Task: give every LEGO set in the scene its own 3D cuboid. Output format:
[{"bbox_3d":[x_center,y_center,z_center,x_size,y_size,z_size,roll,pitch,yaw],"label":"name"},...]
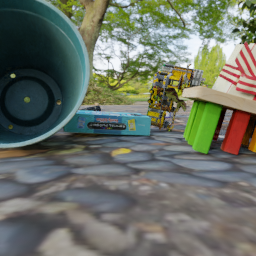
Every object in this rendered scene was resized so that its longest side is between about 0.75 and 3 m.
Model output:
[{"bbox_3d":[1.688,-1.031,9.141,1.601,2.125,2.764,13,14,13],"label":"LEGO set"}]

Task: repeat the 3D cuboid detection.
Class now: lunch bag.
[{"bbox_3d":[1.795,-1.091,15.420,1.205,1.025,0.746,6,13,39],"label":"lunch bag"}]

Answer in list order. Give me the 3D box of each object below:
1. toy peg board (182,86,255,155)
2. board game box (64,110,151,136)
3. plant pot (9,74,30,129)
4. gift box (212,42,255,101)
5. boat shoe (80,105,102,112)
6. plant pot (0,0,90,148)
[{"bbox_3d":[2.230,0.007,5.754,2.295,1.127,2.305,16,8,2],"label":"toy peg board"},{"bbox_3d":[-0.633,-0.172,8.172,2.289,0.537,1.728,3,6,-7],"label":"board game box"},{"bbox_3d":[-3.869,-1.298,8.909,2.514,2.312,2.514,-15,-26,-8],"label":"plant pot"},{"bbox_3d":[4.224,-1.610,9.152,2.321,2.516,2.349,19,20,-1],"label":"gift box"},{"bbox_3d":[-1.919,-0.424,9.885,2.141,0.666,0.799,-6,-5,3],"label":"boat shoe"},{"bbox_3d":[-2.330,-0.870,6.090,2.836,2.836,2.665,-1,-9,-12],"label":"plant pot"}]
